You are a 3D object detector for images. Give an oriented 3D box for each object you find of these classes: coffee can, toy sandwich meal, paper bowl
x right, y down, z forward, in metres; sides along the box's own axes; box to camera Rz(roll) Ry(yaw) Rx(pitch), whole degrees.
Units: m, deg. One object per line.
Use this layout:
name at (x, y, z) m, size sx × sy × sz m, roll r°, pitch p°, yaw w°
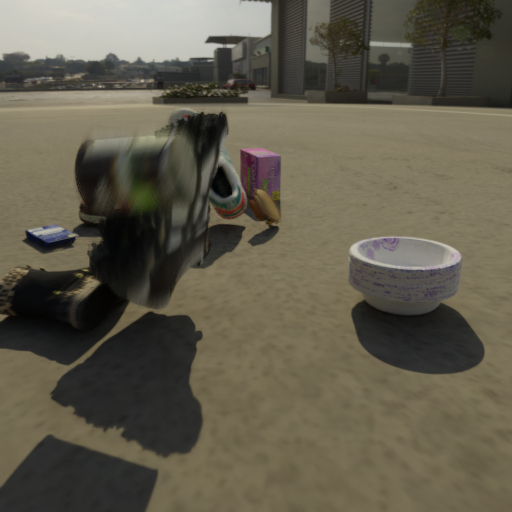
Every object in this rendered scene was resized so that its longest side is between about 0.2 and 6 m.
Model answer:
coffee can at (-1.546, -1.088, 7.310) m, size 1.284 × 0.939 × 0.939 m, roll -1°, pitch 18°, yaw 16°
toy sandwich meal at (0.186, -1.076, 12.845) m, size 0.339 × 0.991 × 0.991 m, roll -29°, pitch 14°, yaw 15°
paper bowl at (2.292, 0.328, 8.782) m, size 1.699 × 0.884 × 1.699 m, roll 0°, pitch 19°, yaw 0°

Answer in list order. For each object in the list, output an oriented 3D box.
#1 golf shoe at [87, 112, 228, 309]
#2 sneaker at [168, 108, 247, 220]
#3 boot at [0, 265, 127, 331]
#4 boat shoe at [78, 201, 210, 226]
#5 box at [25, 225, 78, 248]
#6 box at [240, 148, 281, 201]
golf shoe at (-1.279, -0.750, 8.782) m, size 1.314 × 1.597 × 3.380 m, roll 13°, pitch 63°, yaw 32°
sneaker at (-1.118, -2.272, 12.833) m, size 1.041 × 2.956 × 1.382 m, roll -28°, pitch -6°, yaw -2°
boot at (-2.876, 0.430, 8.762) m, size 1.597 × 0.776 × 2.121 m, roll 4°, pitch 26°, yaw 11°
boat shoe at (-2.679, -1.484, 13.490) m, size 3.157 × 1.168 × 1.166 m, roll -9°, pitch 21°, yaw -23°
box at (-4.350, -0.414, 11.937) m, size 0.704 × 0.188 × 1.162 m, roll -17°, pitch 24°, yaw -39°
box at (0.099, -2.278, 15.634) m, size 0.682 × 1.240 × 1.410 m, roll -8°, pitch 22°, yaw -21°
